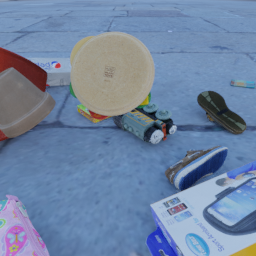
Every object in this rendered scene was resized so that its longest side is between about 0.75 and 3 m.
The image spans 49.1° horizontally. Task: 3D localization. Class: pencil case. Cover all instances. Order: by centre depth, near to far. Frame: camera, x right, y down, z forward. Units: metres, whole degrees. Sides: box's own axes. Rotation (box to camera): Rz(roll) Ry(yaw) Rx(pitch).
[{"bbox_3d":[-1.767,1.970,4.492,0.896,0.896,2.050,-20,36,-30],"label":"pencil case"}]

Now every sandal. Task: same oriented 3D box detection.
[{"bbox_3d":[2.959,-0.460,9.078,0.861,0.575,2.108,-22,50,-18],"label":"sandal"}]

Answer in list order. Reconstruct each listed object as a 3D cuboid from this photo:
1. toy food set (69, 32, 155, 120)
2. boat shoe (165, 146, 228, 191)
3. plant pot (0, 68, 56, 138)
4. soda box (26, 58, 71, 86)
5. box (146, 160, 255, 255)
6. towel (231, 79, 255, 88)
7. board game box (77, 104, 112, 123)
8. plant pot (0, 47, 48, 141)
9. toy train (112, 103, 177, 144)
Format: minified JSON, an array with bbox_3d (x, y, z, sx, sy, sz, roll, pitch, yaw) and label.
[{"bbox_3d":[-0.362,-1.112,5.909,1.858,1.840,0.452,-3,-6,8],"label":"toy food set"},{"bbox_3d":[1.662,0.800,6.741,1.828,0.660,0.662,-21,34,-32],"label":"boat shoe"},{"bbox_3d":[-2.347,-0.621,5.866,1.280,1.116,1.280,-24,28,14],"label":"plant pot"},{"bbox_3d":[-3.348,-2.198,11.053,2.505,0.855,0.795,-9,63,-36],"label":"soda box"},{"bbox_3d":[1.730,1.550,4.826,2.892,0.600,1.722,-18,21,-12],"label":"box"},{"bbox_3d":[4.890,-1.890,11.916,0.965,0.105,0.707,10,31,17],"label":"towel"},{"bbox_3d":[-0.563,-0.816,9.873,2.216,0.332,1.058,-25,39,-32],"label":"board game box"},{"bbox_3d":[-3.863,-1.084,8.253,2.520,2.523,2.223,17,11,27],"label":"plant pot"},{"bbox_3d":[0.456,-0.218,8.401,1.170,0.875,2.054,-32,44,-24],"label":"toy train"}]
